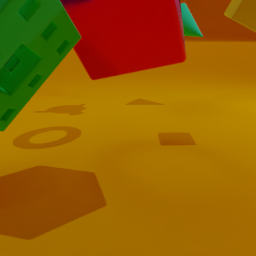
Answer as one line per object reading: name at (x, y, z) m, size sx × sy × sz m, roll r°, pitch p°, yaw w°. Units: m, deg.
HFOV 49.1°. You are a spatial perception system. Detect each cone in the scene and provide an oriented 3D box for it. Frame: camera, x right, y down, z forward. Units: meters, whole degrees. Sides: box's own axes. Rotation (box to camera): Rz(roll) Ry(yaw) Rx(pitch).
cone at (2.058, -3.383, 9.462) m, size 1.155 × 1.151 × 1.151 m, roll 39°, pitch 32°, yaw 15°

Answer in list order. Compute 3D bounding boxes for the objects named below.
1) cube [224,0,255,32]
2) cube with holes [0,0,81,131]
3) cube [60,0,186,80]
cube at (2.625, -2.554, 5.948) m, size 0.731 × 0.731 × 0.731 m, roll 24°, pitch 28°, yaw -8°
cube with holes at (-1.383, -0.854, 2.270) m, size 1.268 × 1.268 × 1.268 m, roll 40°, pitch 1°, yaw 2°
cube at (-0.051, -1.652, 3.635) m, size 1.345 × 1.345 × 1.345 m, roll -8°, pitch 52°, yaw 16°
